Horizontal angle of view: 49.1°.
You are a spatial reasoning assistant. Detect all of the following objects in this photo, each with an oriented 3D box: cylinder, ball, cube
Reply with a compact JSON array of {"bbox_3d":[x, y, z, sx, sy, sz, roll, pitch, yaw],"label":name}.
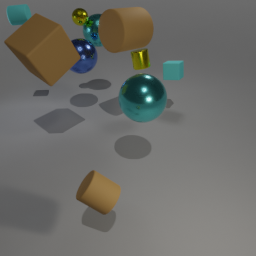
[{"bbox_3d":[-0.075,-3.413,9.721,1.400,1.400,1.400,-24,39,-39],"label":"cylinder"},{"bbox_3d":[-2.000,-4.637,11.700,0.700,0.700,0.700,0,32,0],"label":"ball"},{"bbox_3d":[-0.628,1.365,5.951,0.700,0.700,0.700,35,29,-15],"label":"cylinder"},{"bbox_3d":[-2.657,-2.459,8.835,1.400,1.400,1.400,34,75,32],"label":"cube"},{"bbox_3d":[-4.112,-4.286,10.617,0.700,0.700,0.700,-5,32,0],"label":"cylinder"},{"bbox_3d":[-1.939,-2.926,11.415,1.400,1.400,1.400,0,32,0],"label":"ball"},{"bbox_3d":[0.497,-2.727,11.080,0.700,0.700,0.700,-10,23,4],"label":"cylinder"},{"bbox_3d":[-1.314,-4.341,12.474,1.400,1.400,1.400,0,32,0],"label":"ball"},{"bbox_3d":[0.422,-0.855,8.053,1.400,1.400,1.400,0,32,0],"label":"ball"},{"bbox_3d":[1.907,-2.418,11.752,0.700,0.700,0.700,6,23,25],"label":"cube"}]
